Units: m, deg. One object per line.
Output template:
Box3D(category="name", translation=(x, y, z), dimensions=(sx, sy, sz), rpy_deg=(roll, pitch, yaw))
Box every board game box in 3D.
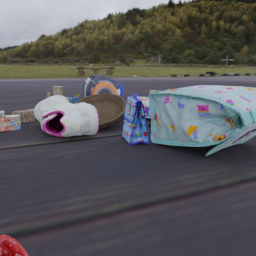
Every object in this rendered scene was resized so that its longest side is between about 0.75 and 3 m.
Box3D(category="board game box", translation=(1.000, -0.859, 11.327), dimensions=(1.895, 0.483, 2.819), rpy_deg=(5, 12, 1))

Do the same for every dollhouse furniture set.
Box3D(category="dollhouse furniture set", translation=(-3.460, -1.834, 15.156), dimensions=(1.308, 0.904, 1.385), rpy_deg=(9, 15, 35))

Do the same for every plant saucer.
Box3D(category="plant saucer", translation=(-0.989, -0.537, 9.103), dimensions=(1.963, 0.289, 1.963), rpy_deg=(-7, 35, 5))

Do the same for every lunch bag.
Box3D(category="lunch bag", translation=(0.200, -0.269, 7.187), dimensions=(0.567, 1.205, 0.907), rpy_deg=(-3, 13, -13))
Box3D(category="lunch bag", translation=(2.045, -0.255, 6.519), dimensions=(2.096, 1.500, 2.461), rpy_deg=(-10, 10, -41))

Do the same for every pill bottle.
Box3D(category="pill bottle", translation=(-1.225, -1.676, 12.928), dimensions=(1.549, 1.549, 2.916), rpy_deg=(-3, 14, -12))

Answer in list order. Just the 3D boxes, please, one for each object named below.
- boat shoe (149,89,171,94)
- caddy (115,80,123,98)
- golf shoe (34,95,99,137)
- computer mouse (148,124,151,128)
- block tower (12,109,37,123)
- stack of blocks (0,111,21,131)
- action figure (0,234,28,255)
Box3D(category="boat shoe", translation=(2.207, -1.718, 15.029), dimensions=(2.325, 0.721, 0.837), rpy_deg=(-5, 13, -22))
Box3D(category="caddy", translation=(-1.253, -1.994, 15.564), dimensions=(2.092, 1.098, 1.479), rpy_deg=(5, -9, 26))
Box3D(category="golf shoe", translation=(-2.110, -0.346, 8.095), dimensions=(2.794, 1.052, 1.279), rpy_deg=(9, 19, 41))
Box3D(category="computer mouse", translation=(1.138, 0.015, 8.215), dimensions=(0.814, 0.267, 1.160), rpy_deg=(-3, 4, -16))
Box3D(category="block tower", translation=(-3.432, -0.461, 9.988), dimensions=(0.392, 0.420, 1.453), rpy_deg=(7, 15, 31))
Box3D(category="stack of blocks", translation=(-3.772, -0.207, 8.404), dimensions=(0.999, 0.575, 0.293), rpy_deg=(-5, 13, -25))
Box3D(category="action figure", translation=(-0.785, 1.035, 1.092), dimensions=(2.748, 1.360, 0.897), rpy_deg=(0, 12, -13))
